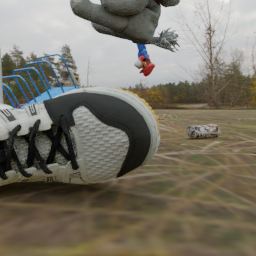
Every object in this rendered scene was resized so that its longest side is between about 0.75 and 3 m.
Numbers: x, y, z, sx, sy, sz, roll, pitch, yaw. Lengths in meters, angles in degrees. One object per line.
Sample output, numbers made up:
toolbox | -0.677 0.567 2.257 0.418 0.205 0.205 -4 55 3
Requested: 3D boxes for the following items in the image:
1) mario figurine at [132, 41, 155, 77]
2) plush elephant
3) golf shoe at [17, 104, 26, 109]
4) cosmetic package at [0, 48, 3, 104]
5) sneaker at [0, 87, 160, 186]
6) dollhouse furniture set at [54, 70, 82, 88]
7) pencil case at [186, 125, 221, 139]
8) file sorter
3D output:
mario figurine | 0.481 -2.717 10.908 0.923 1.495 0.792 -16 2 -24
plush elephant | 0.261 -3.190 6.627 2.671 2.068 2.200 21 10 13
golf shoe | -5.039 -1.031 16.304 2.672 1.006 1.223 0 1 -15
cosmetic package | -4.179 -0.522 4.628 2.924 1.798 2.915 4 6 39
sneaker | -0.962 0.226 2.437 2.448 0.926 1.073 -5 14 24
dollhouse furniture set | -2.856 -1.299 12.104 1.332 2.006 1.758 4 42 -47
pencil case | 1.761 0.086 6.485 0.791 0.308 0.354 -2 24 -24
file sorter | -3.680 -1.511 10.835 1.911 1.690 2.754 3 36 40
